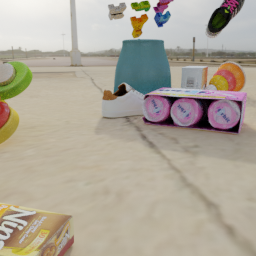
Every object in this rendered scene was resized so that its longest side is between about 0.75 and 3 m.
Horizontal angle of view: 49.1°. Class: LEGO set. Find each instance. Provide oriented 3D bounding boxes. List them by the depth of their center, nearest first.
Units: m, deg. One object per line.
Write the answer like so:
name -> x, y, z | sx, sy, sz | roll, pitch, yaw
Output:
LEGO set -> 0.321, -2.414, 6.266 | 1.576, 0.601, 0.647 | -17, -15, -19

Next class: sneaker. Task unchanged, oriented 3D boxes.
sneaker -> 2.599, -3.071, 7.381 | 0.549, 1.489, 0.651 | 38, 17, 4
sneaker -> 0.269, -0.991, 9.403 | 2.503, 1.060, 0.911 | -10, 16, -37

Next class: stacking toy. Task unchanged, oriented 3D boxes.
stacking toy -> -3.813, -0.966, 6.525 | 2.889, 1.220, 2.615 | 1, 53, 15
stacking toy -> 4.479, -2.164, 13.647 | 2.256, 1.649, 1.649 | -28, 28, -30

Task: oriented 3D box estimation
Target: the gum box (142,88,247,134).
gum box -> 1.877, -0.587, 8.093 | 2.747, 0.908, 1.559 | 7, 16, 25

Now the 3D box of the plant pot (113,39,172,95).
plant pot -> 0.684, -2.626, 12.568 | 2.753, 2.587, 2.753 | 1, 15, 0

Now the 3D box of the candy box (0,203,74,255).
candy box -> -1.292, 1.099, 2.784 | 1.306, 0.361, 0.754 | 4, 14, 16

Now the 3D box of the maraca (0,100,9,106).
maraca -> -3.756, -0.566, 7.422 | 1.062, 1.549, 0.828 | -20, 34, 51

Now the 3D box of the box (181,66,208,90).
box -> 3.216, -2.264, 13.512 | 0.967, 1.385, 1.819 | 6, 17, 22
